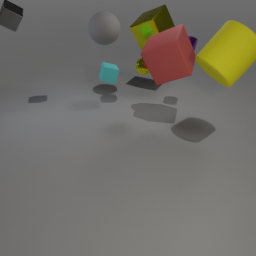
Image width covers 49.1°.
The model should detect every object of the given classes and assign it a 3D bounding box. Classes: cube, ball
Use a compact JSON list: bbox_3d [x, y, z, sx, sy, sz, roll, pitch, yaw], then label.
[{"bbox_3d":[1.506,-2.642,10.171,1.400,1.400,1.400,-13,35,31],"label":"cube"},{"bbox_3d":[-1.039,-4.346,12.231,1.400,1.400,1.400,0,30,0],"label":"ball"},{"bbox_3d":[-4.344,-4.140,10.334,0.700,0.700,0.700,19,37,-34],"label":"cube"},{"bbox_3d":[-0.885,-2.550,12.938,0.700,0.700,0.700,8,27,-18],"label":"cube"},{"bbox_3d":[1.220,-4.681,13.249,1.400,1.400,1.400,-1,43,43],"label":"cube"},{"bbox_3d":[0.638,-2.493,11.349,0.700,0.700,0.700,0,30,0],"label":"ball"}]

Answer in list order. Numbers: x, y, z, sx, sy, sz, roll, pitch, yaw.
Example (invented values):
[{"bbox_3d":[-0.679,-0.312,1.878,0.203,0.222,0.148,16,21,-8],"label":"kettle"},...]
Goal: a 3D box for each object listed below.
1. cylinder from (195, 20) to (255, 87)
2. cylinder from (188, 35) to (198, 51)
[{"bbox_3d":[2.997,-2.185,8.357,1.400,1.400,1.400,40,9,-7],"label":"cylinder"},{"bbox_3d":[2.388,-3.329,11.352,0.700,0.700,0.700,16,9,-3],"label":"cylinder"}]
